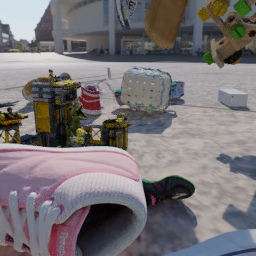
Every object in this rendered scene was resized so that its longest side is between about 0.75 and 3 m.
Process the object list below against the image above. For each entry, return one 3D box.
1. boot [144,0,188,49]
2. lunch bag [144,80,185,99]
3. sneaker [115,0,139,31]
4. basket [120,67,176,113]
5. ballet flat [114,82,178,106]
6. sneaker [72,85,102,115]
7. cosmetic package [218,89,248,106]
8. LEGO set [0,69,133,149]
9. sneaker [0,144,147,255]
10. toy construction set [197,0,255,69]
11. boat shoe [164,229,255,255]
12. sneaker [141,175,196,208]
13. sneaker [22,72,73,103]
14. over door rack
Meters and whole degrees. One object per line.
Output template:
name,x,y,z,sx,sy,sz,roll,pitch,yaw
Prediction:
boot,0.724,-3.210,6.395,0.702,2.122,1.858,-20,63,-26
lunch bag,1.364,-1.677,12.246,2.085,0.788,1.671,-10,17,-30
sneaker,-0.003,-3.875,8.581,0.754,1.771,0.682,-7,-5,5
basket,0.618,-1.318,9.611,1.863,1.470,2.113,10,15,16
ballet flat,0.670,-1.145,10.180,2.299,0.827,0.827,-7,15,5
sneaker,-1.559,-1.014,9.490,1.710,0.962,0.609,12,20,36
cosmetic package,4.123,-1.223,11.106,0.697,0.490,1.374,0,16,0
LEGO set,-1.190,-0.219,5.295,2.252,1.697,2.929,8,17,26
sneaker,-1.058,0.821,2.870,2.656,1.000,1.388,-5,20,-10
toy construction set,2.434,-2.888,7.044,2.325,2.788,2.142,15,-38,-37
boat shoe,0.487,1.305,2.055,1.980,0.702,0.691,-3,43,-22
sneaker,0.396,0.914,3.850,1.059,0.407,0.444,-5,27,8
sneaker,-3.404,-1.458,11.431,1.308,1.129,2.984,-15,9,23
over door rack,-1.093,-2.014,12.811,2.631,0.876,1.944,-14,2,41
